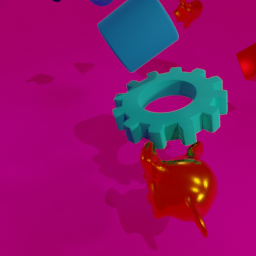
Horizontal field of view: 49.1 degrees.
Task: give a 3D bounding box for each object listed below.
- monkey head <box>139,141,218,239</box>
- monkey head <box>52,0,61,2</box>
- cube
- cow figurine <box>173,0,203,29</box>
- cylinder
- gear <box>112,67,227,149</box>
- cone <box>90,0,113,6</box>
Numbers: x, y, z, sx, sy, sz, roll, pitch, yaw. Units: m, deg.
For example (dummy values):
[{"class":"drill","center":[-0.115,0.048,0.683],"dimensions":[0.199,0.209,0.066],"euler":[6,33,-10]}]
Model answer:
[{"class":"monkey head","center":[0.781,0.747,4.286],"dimensions":[1.080,1.289,1.792],"euler":[-9,36,19]},{"class":"monkey head","center":[-2.175,-3.632,7.002],"dimensions":[0.787,1.306,0.939],"euler":[44,87,11]},{"class":"cube","center":[3.455,-1.739,7.310],"dimensions":[0.779,0.779,0.779],"euler":[-4,74,-42]},{"class":"cow figurine","center":[1.915,-3.663,8.703],"dimensions":[1.216,1.197,0.668],"euler":[-41,81,-14]},{"class":"cylinder","center":[0.178,-1.703,4.954],"dimensions":[1.049,1.049,1.049],"euler":[-34,38,12]},{"class":"gear","center":[0.765,-0.469,5.335],"dimensions":[2.085,0.386,2.085],"euler":[-10,38,8]},{"class":"cone","center":[-0.830,-3.880,8.165],"dimensions":[0.934,0.934,0.937],"euler":[1,41,1]}]
